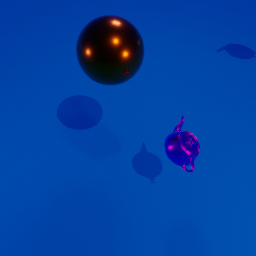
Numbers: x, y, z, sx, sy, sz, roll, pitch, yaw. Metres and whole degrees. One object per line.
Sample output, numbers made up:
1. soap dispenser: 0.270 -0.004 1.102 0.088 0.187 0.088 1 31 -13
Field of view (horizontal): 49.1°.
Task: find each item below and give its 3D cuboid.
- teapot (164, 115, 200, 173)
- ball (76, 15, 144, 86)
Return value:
1. teapot: 1.126 0.339 5.660 0.749 0.590 1.205 9 58 -30
2. ball: -0.339 -1.486 5.430 1.314 1.314 1.314 0 51 0
